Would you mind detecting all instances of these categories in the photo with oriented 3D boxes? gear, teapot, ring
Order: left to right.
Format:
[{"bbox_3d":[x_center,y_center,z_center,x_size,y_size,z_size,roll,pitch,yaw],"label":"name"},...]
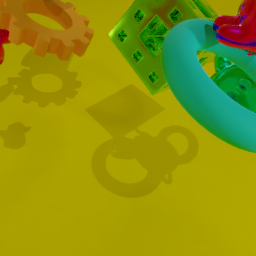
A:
[{"bbox_3d":[-1.718,-2.239,5.876,1.984,0.367,1.984,19,43,-19],"label":"gear"},{"bbox_3d":[1.021,-0.453,2.652,1.565,0.313,1.565,14,50,-18],"label":"ring"},{"bbox_3d":[1.435,-0.450,3.635,1.015,0.799,1.632,-20,71,9],"label":"teapot"}]

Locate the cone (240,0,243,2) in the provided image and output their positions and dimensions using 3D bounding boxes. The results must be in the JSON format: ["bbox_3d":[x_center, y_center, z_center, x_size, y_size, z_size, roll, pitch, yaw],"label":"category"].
[{"bbox_3d":[3.220,-3.235,6.545,0.979,0.979,0.983,11,17,10],"label":"cone"}]

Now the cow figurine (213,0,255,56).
[{"bbox_3d":[1.382,-1.045,2.336,1.042,1.059,0.581,16,40,-4],"label":"cow figurine"}]

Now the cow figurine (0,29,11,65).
[{"bbox_3d":[-2.990,-1.850,6.322,0.514,0.921,0.936,26,31,-10],"label":"cow figurine"}]

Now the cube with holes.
[{"bbox_3d":[0.749,-1.529,4.689,1.270,1.270,1.270,54,37,7],"label":"cube with holes"}]
